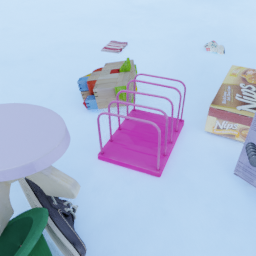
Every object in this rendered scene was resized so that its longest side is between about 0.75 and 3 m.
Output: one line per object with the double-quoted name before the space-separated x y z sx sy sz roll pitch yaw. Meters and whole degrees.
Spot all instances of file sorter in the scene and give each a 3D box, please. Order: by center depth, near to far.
"file sorter" 0.409 -0.233 6.669 1.521 1.373 2.189 14 38 18

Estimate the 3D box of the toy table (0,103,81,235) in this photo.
"toy table" -1.897 0.571 4.546 2.303 1.349 2.117 13 46 25

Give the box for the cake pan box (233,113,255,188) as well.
"cake pan box" 3.042 0.358 4.827 0.583 2.052 2.228 7 14 -23

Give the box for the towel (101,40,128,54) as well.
"towel" -0.587 -3.572 12.278 0.862 0.136 1.197 11 38 16

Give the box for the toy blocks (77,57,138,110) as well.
"toy blocks" -0.705 -1.327 8.538 1.716 1.254 2.510 -6 34 12

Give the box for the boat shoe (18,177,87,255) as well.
"boat shoe" -1.248 1.406 4.947 0.682 0.791 2.176 -28 40 -28

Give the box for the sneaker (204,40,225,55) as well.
"sneaker" 3.606 -3.307 11.769 0.537 0.404 1.148 -21 39 -3

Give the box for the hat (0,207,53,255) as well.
"hat" -1.177 2.502 3.894 2.366 2.082 1.959 -23 21 46

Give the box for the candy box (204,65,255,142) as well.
"candy box" 3.399 -0.748 7.827 1.712 0.820 2.966 17 40 22
